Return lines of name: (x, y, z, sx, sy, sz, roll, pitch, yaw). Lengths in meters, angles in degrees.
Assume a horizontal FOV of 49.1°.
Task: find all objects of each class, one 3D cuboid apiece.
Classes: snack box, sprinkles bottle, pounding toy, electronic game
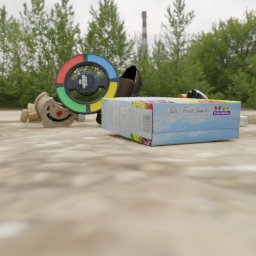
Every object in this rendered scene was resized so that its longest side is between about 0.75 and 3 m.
snack box: (0.623, -0.202, 4.939, 1.664, 0.668, 1.974, -3, 7, -26)
sprinkles bottle: (-2.522, -0.549, 9.992, 1.975, 0.674, 0.674, -2, 5, -19)
pounding toy: (-2.136, -0.567, 7.536, 1.467, 0.839, 0.842, -3, 31, -43)
electronic game: (-1.093, -1.192, 7.487, 1.733, 1.733, 0.361, 0, -11, 2)

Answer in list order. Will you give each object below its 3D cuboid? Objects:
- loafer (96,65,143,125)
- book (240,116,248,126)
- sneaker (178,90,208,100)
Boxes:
loafer: (-0.271, -1.020, 8.091, 0.923, 0.902, 2.527, 9, 43, 15)
book: (2.099, -0.225, 7.749, 2.011, 0.483, 1.343, 0, 5, -31)
sneaker: (2.036, -0.768, 8.180, 0.730, 0.601, 1.587, 6, 4, -13)
